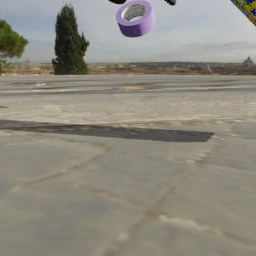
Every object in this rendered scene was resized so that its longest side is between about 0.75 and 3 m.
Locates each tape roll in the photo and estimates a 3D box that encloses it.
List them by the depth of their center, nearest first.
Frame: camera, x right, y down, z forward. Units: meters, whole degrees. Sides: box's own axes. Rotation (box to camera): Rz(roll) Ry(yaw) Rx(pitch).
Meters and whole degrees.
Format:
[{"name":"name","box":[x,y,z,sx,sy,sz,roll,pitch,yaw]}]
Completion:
[{"name":"tape roll","box":[0.247,-3.534,9.054,1.204,1.204,0.512,5,-28,21]}]

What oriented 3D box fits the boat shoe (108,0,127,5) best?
[{"name":"boat shoe","box":[-0.022,-4.311,7.781,0.828,0.745,2.294,13,-7,-17]}]

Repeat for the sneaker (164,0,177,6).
[{"name":"sneaker","box":[0.816,-3.184,6.132,0.461,1.019,0.339,-37,0,6]}]

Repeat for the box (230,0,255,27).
[{"name":"box","box":[3.274,-2.076,5.597,0.927,2.885,1.011,-42,-9,25]}]
